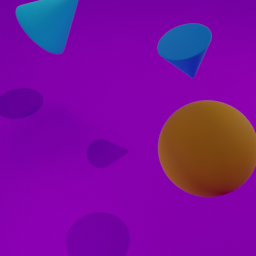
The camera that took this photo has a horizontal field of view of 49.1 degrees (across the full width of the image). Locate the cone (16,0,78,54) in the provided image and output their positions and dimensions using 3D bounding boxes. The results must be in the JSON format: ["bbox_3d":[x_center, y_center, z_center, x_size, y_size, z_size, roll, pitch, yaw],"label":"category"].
[{"bbox_3d":[-1.677,-2.896,6.934,1.491,1.486,1.486,-34,43,24],"label":"cone"}]

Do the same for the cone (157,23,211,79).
[{"bbox_3d":[1.202,-1.328,5.553,1.002,1.006,1.002,-13,51,17],"label":"cone"}]

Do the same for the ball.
[{"bbox_3d":[1.037,0.269,3.724,1.266,1.266,1.266,0,48,0],"label":"ball"}]
